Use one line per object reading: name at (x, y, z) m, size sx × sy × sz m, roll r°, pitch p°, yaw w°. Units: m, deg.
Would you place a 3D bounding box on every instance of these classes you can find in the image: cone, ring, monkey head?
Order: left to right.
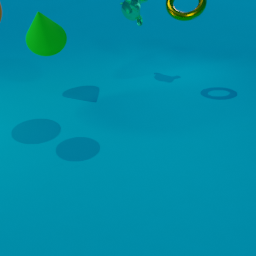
cone at (-2.717, -3.245, 8.915) m, size 1.375 × 1.380 × 1.375 m, roll 2°, pitch 73°, yaw -5°
monkey head at (0.245, -4.408, 10.238) m, size 0.940 × 0.787 × 1.306 m, roll -31°, pitch 73°, yaw -19°
ring at (1.823, -3.941, 8.812) m, size 1.277 × 0.255 × 1.277 m, roll -3°, pitch 74°, yaw 10°

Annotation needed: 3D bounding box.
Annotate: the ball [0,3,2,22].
ball at (-3.198, -2.469, 5.780) m, size 1.094 × 1.094 × 1.094 m, roll 0°, pitch 34°, yaw 0°
